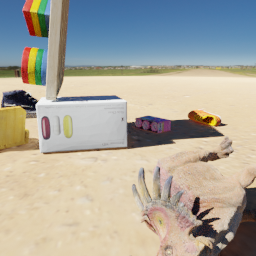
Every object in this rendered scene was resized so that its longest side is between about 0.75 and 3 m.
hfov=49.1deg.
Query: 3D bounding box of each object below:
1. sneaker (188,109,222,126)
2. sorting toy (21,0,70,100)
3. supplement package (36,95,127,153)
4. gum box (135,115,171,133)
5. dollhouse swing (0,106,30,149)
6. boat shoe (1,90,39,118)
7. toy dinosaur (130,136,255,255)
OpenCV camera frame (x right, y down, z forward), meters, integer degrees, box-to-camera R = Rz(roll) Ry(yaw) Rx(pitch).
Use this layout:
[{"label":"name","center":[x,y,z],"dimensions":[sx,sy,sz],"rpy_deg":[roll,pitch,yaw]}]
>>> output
[{"label":"sneaker","center":[2.890,-0.428,10.869],"dimensions":[0.561,0.531,1.455],"rpy_deg":[-9,15,-40]},{"label":"sorting toy","center":[-2.374,-2.595,8.137],"dimensions":[1.015,2.918,2.900],"rpy_deg":[6,19,-11]},{"label":"supplement package","center":[-1.332,-0.205,8.156],"dimensions":[2.352,1.304,1.832],"rpy_deg":[-4,13,-11]},{"label":"gum box","center":[0.853,-0.154,9.981],"dimensions":[0.674,0.392,1.187],"rpy_deg":[-11,17,-40]},{"label":"dollhouse swing","center":[-3.615,-0.048,7.856],"dimensions":[1.210,1.170,1.331],"rpy_deg":[13,19,43]},{"label":"boat shoe","center":[-4.198,-1.091,12.209],"dimensions":[2.591,1.201,0.967],"rpy_deg":[-8,15,-29]},{"label":"toy dinosaur","center":[0.849,0.871,3.961],"dimensions":[2.004,1.269,2.957],"rpy_deg":[-7,9,-6]}]
